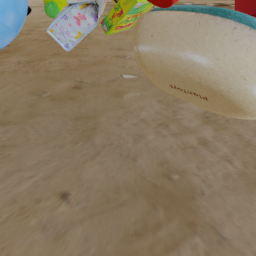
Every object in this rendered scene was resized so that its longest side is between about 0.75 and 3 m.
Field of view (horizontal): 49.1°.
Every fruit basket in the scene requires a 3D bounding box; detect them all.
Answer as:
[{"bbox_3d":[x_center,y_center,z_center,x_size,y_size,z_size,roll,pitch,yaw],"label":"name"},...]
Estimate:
[{"bbox_3d":[-1.578,-3.526,6.355,1.966,1.418,1.966,-38,28,24],"label":"fruit basket"}]

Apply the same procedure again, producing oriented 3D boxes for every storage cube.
[{"bbox_3d":[3.144,-3.023,5.214,1.681,1.966,1.768,-5,15,2],"label":"storage cube"}]

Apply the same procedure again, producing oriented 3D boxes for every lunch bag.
[{"bbox_3d":[-0.651,-1.538,3.814,0.787,0.501,0.668,-31,30,24],"label":"lunch bag"}]

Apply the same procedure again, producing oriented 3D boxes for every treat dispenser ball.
[{"bbox_3d":[-2.956,-2.420,4.969,2.234,2.234,2.234,0,29,0],"label":"treat dispenser ball"}]

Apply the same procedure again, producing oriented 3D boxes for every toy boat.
[{"bbox_3d":[1.010,-1.219,3.279,2.420,2.878,1.338,28,82,30],"label":"toy boat"}]

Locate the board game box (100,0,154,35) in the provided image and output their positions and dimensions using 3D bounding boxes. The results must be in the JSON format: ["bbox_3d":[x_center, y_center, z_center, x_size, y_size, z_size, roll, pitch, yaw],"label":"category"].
[{"bbox_3d":[0.040,-2.572,6.127,0.732,0.343,1.441,-29,5,-31],"label":"board game box"}]

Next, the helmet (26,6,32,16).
[{"bbox_3d":[-3.394,-3.550,7.258,1.493,1.566,1.566,23,36,21],"label":"helmet"}]

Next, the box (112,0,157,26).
[{"bbox_3d":[-0.250,-4.203,7.583,1.076,2.858,0.716,-53,34,-7],"label":"box"}]
